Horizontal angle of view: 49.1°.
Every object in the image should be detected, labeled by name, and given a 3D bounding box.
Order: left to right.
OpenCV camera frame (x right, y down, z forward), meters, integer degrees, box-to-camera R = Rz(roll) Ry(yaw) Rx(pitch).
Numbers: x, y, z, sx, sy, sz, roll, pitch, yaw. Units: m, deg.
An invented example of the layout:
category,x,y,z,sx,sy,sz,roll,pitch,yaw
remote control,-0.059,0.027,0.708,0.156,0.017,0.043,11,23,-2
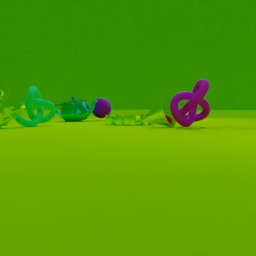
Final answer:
category,x,y,z,sx,sy,sz,roll,pitch,yaw
monkey head,-3.490,-0.585,7.728,1.098,0.920,1.526,-27,31,8
knot shape,-2.910,-0.699,8.743,0.604,1.223,1.307,5,12,40
teapot,-2.223,-0.844,12.028,2.081,1.019,1.294,-2,13,11
ball,-1.210,-0.898,12.705,0.920,0.920,0.920,0,4,0
gear,0.096,-0.294,9.887,1.760,0.326,1.760,0,4,0
cone,0.815,-0.348,8.507,0.958,0.954,0.954,-18,-5,27
knot shape,1.876,-0.598,8.156,0.700,1.514,1.417,36,-12,35
